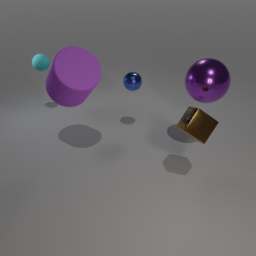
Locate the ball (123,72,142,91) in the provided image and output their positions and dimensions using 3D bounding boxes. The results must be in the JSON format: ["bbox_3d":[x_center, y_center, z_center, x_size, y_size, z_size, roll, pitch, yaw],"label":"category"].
[{"bbox_3d":[0.170,-1.710,10.321,0.700,0.700,0.700,0,29,0],"label":"ball"}]

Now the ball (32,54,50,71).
[{"bbox_3d":[-3.579,-2.689,11.527,0.700,0.700,0.700,0,29,0],"label":"ball"}]

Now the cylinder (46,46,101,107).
[{"bbox_3d":[-1.686,-1.513,8.521,1.400,1.400,1.400,-18,-8,-29],"label":"cylinder"}]

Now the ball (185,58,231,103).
[{"bbox_3d":[2.509,-1.489,8.873,1.400,1.400,1.400,0,29,0],"label":"ball"}]

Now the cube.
[{"bbox_3d":[1.844,-0.090,7.541,0.700,0.700,0.700,32,3,-12],"label":"cube"}]
